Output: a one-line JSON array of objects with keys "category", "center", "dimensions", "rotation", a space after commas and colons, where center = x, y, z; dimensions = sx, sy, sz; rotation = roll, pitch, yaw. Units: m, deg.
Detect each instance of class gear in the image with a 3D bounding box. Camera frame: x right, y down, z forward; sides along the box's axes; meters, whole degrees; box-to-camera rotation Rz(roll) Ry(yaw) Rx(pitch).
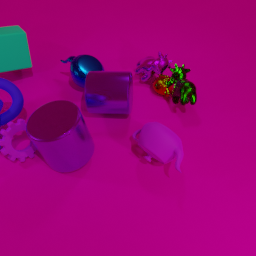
[{"category": "gear", "center": [-2.845, 0.331, 7.468], "dimensions": [1.116, 1.116, 0.206], "rotation": [-36, 32, -29]}]

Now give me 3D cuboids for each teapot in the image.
[{"category": "teapot", "center": [0.819, 0.488, 7.336], "dimensions": [1.964, 1.221, 0.962], "rotation": [31, 80, 43]}, {"category": "teapot", "center": [1.215, -1.520, 9.451], "dimensions": [0.731, 0.576, 1.176], "rotation": [-1, 58, -17]}, {"category": "teapot", "center": [-1.476, -1.898, 9.512], "dimensions": [1.907, 0.934, 1.186], "rotation": [38, 52, -3]}]

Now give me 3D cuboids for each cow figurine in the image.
[{"category": "cow figurine", "center": [0.883, -2.178, 9.624], "dimensions": [1.304, 0.727, 1.325], "rotation": [-31, 27, 24]}, {"category": "cow figurine", "center": [1.724, -1.379, 8.749], "dimensions": [0.719, 1.288, 1.309], "rotation": [-1, 8, -11]}]

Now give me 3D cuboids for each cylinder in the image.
[{"category": "cylinder", "center": [-1.697, 0.223, 7.245], "dimensions": [1.375, 1.375, 1.375], "rotation": [-7, 49, 8]}, {"category": "cylinder", "center": [-0.542, -1.079, 8.547], "dimensions": [1.295, 1.295, 1.295], "rotation": [2, 47, 6]}]

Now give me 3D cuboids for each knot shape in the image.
[{"category": "knot shape", "center": [-3.734, -0.507, 7.806], "dimensions": [1.976, 0.913, 1.849], "rotation": [37, 95, 35]}]

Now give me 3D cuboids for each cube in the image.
[{"category": "cube", "center": [-4.104, -2.707, 9.540], "dimensions": [1.200, 1.200, 1.200], "rotation": [-16, 35, -24]}]
